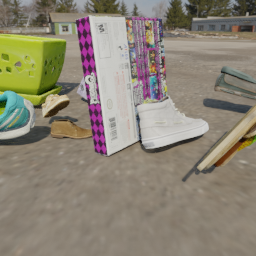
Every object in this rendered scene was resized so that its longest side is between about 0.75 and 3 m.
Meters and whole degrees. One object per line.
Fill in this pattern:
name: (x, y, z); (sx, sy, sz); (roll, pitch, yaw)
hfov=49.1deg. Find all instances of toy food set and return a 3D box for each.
toy food set: (1.974, 0.176, 4.781); (0.491, 1.690, 2.447); (44, 17, 14)

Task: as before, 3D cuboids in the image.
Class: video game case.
video game case: (0.065, -1.110, 6.643); (0.512, 2.859, 2.592); (7, 21, 39)

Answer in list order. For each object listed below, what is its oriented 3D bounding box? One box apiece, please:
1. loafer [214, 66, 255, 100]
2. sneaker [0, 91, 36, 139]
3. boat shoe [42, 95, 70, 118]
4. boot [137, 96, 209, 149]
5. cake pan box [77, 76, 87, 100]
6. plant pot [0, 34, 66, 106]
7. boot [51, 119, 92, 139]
loafer: (3.885, -0.942, 8.362); (2.648, 0.833, 0.951); (30, 11, 15)
sneaker: (-3.396, -0.203, 5.928); (2.733, 1.059, 1.088); (-17, -23, 0)
boat shoe: (-1.956, -0.648, 7.318); (0.486, 0.456, 1.318); (-14, -6, -40)
boot: (1.109, -0.254, 6.548); (0.810, 1.052, 2.202); (-11, 2, 45)
cake pan box: (-1.222, -1.458, 9.846); (1.099, 1.012, 0.287); (33, 17, 33)
plant pot: (-3.587, -2.060, 9.705); (2.363, 2.155, 2.375); (6, 19, 5)
boot: (-1.384, 0.025, 7.082); (1.115, 0.421, 0.411); (3, 14, -7)
